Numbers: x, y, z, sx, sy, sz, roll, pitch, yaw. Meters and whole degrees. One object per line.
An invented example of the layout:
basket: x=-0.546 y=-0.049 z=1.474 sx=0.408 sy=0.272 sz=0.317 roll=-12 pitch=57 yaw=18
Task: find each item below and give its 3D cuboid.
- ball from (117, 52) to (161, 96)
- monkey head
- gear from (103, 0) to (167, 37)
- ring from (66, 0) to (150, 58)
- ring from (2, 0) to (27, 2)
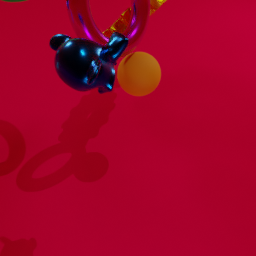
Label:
ball: x=0.205 y=-0.998 z=5.209 sx=0.808 sy=0.808 sz=0.808 roll=0 pitch=56 yaw=0
monkey head: x=-0.380 y=-0.731 z=2.852 sx=0.744 sy=0.623 sz=1.034 roll=-55 pitch=48 yaw=11
gear: x=0.000 y=-2.247 z=6.148 sx=0.385 sy=2.079 sz=2.079 roll=46 pitch=62 yaw=-13
ring: x=-0.244 y=-1.946 z=4.416 sx=0.334 sy=1.668 sz=1.668 roll=17 pitch=54 yaw=42
ring: x=-1.574 y=-2.828 z=4.338 sx=1.905 sy=0.381 sz=1.905 roll=-5 pitch=75 yaw=18
